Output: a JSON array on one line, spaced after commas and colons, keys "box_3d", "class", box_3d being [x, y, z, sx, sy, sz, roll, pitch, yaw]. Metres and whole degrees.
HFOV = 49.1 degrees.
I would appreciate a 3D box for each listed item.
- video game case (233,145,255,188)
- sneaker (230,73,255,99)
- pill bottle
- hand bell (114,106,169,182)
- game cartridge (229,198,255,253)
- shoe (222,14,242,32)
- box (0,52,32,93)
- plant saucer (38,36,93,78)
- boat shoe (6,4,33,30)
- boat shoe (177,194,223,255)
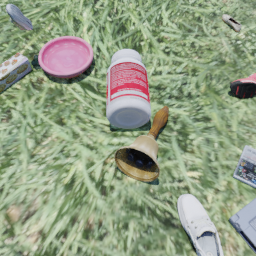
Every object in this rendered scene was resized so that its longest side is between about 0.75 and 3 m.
[{"box_3d": [3.835, 1.233, 8.121, 1.268, 0.148, 1.153, 26, 62, 14], "class": "video game case"}, {"box_3d": [4.317, -1.522, 9.632, 1.843, 0.679, 0.799, -3, 45, -6], "class": "sneaker"}, {"box_3d": [-0.013, -1.304, 8.962, 1.360, 1.360, 2.422, -2, 58, -1], "class": "pill bottle"}, {"box_3d": [0.716, 0.181, 8.391, 1.340, 1.340, 2.574, 20, 48, 12], "class": "hand bell"}, {"box_3d": [3.773, 2.771, 7.043, 1.383, 0.420, 2.075, -31, 63, -14], "class": "game cartridge"}, {"box_3d": [4.277, -4.371, 11.489, 0.376, 0.287, 1.074, -24, 61, -14], "class": "shoe"}, {"box_3d": [-4.594, -1.514, 9.564, 0.550, 0.590, 2.845, 35, 64, 20], "class": "box"}, {"box_3d": [-2.233, -2.524, 10.230, 1.962, 0.497, 1.962, 1, 58, -1], "class": "plant saucer"}, {"box_3d": [-3.538, -3.459, 8.974, 0.422, 1.359, 0.489, -15, 81, 7], "class": "boat shoe"}, {"box_3d": [1.876, 2.554, 6.954, 0.746, 0.730, 2.107, -16, 60, -10], "class": "boat shoe"}]
